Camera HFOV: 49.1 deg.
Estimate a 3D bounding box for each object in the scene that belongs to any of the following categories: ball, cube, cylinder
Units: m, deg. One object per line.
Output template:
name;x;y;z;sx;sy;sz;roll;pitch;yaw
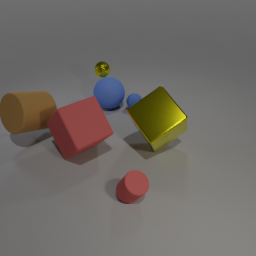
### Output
ball;-1.136;-2.586;12.367;0.700;0.700;0.700;0;30;0
ball;-0.837;-1.562;12.446;1.400;1.400;1.400;0;30;0
ball;0.280;-1.166;12.255;0.700;0.700;0.700;0;30;0
cube;-1.592;0.009;9.189;1.400;1.400;1.400;-25;-4;-34
cylinder;-3.469;-0.576;9.793;1.400;1.400;1.400;20;19;30
cylinder;0.116;1.582;7.518;0.700;0.700;0.700;12;55;-18
cube;1.007;-0.253;9.306;1.400;1.400;1.400;-35;69;0
